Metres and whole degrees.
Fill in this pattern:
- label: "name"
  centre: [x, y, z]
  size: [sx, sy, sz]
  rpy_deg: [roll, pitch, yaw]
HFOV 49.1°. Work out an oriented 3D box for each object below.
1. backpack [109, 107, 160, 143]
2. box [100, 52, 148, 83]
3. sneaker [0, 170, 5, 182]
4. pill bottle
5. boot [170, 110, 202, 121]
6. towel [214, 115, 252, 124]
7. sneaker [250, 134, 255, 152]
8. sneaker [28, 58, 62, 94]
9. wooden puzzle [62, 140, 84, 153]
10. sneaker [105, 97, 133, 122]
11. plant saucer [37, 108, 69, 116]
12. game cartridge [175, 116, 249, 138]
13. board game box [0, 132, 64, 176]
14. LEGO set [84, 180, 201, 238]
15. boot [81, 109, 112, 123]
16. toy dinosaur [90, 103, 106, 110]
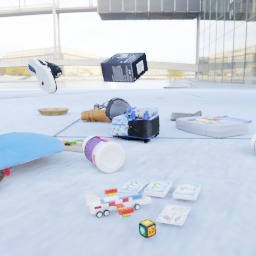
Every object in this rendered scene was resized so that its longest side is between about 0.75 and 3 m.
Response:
- label: "backpack"
  centre: [0.174, -0.143, 9.013]
  size: [1.505, 1.012, 1.374]
  rpy_deg: [3, 11, 22]
- label: "box"
  centre: [-0.098, -1.883, 8.656]
  size: [1.088, 0.639, 1.070]
  rpy_deg: [6, 33, 28]
- label: "sneaker"
  centre: [-2.378, 1.007, 4.804]
  size: [0.367, 0.343, 0.973]
  rpy_deg: [22, 16, 8]
- label: "pill bottle"
  centre: [-0.602, 0.522, 6.235]
  size: [0.659, 0.659, 1.183]
  rpy_deg: [-5, 12, -27]
- label: "boot"
  centre: [2.693, -0.541, 12.955]
  size: [1.359, 0.493, 1.236]
  rpy_deg: [-3, 7, 20]
- label: "towel"
  centre: [4.574, -0.367, 12.539]
  size: [1.113, 0.183, 1.537]
  rpy_deg: [-6, 12, -27]
- label: "sneaker"
  centre: [4.121, 0.405, 7.222]
  size: [1.906, 0.691, 1.087]
  rpy_deg: [-17, 24, -36]
- label: "sneaker"
  centre: [-2.756, -1.922, 10.208]
  size: [1.097, 0.716, 1.961]
  rpy_deg: [-2, 41, -46]
- label: "wooden puzzle"
  centre: [-1.369, 0.469, 7.926]
  size: [1.529, 0.179, 1.031]
  rpy_deg: [3, 11, 14]
- label: "sneaker"
  centre: [0.146, -0.475, 10.113]
  size: [1.058, 0.900, 2.418]
  rpy_deg: [16, 0, 27]
- label: "plant saucer"
  centre: [-3.973, -0.866, 14.943]
  size: [1.686, 0.299, 1.686]
  rpy_deg: [0, 10, 0]
- label: "game cartridge"
  centre: [2.920, -0.081, 10.308]
  size: [1.587, 0.487, 2.384]
  rpy_deg: [-10, 14, -27]
- label: "board game box"
  centre: [-2.677, 0.662, 6.080]
  size: [2.026, 0.499, 2.564]
  rpy_deg: [14, 18, 36]
- label: "LEGO set"
  centre: [0.272, 1.018, 4.255]
  size: [1.366, 0.449, 1.828]
  rpy_deg: [1, 10, 24]
- label: "boot"
  centre: [-1.379, -0.518, 12.212]
  size: [1.356, 0.646, 1.753]
  rpy_deg: [-2, -1, -13]
- label: "toy dinosaur"
  centre: [-1.744, -1.236, 16.681]
  size: [0.836, 0.450, 1.897]
  rpy_deg: [-14, 10, 3]
